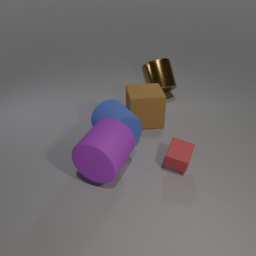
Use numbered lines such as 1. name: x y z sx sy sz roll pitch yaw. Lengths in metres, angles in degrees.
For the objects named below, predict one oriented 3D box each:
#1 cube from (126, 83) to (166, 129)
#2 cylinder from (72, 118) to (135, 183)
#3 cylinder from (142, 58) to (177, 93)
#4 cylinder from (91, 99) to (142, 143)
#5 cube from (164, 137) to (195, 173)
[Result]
1. cube: 0.675 -0.889 11.343 1.400 1.400 1.400 -4 31 -6
2. cylinder: -0.684 0.635 8.166 1.400 1.400 1.400 13 37 20
3. cylinder: 1.490 -2.424 13.421 1.400 1.400 1.400 -14 -5 -1
4. cylinder: -0.426 -0.121 9.992 1.400 1.400 1.400 -15 35 -23
5. cube: 1.550 0.822 8.494 0.700 0.700 0.700 19 59 13
